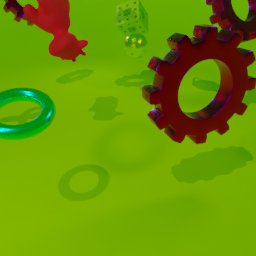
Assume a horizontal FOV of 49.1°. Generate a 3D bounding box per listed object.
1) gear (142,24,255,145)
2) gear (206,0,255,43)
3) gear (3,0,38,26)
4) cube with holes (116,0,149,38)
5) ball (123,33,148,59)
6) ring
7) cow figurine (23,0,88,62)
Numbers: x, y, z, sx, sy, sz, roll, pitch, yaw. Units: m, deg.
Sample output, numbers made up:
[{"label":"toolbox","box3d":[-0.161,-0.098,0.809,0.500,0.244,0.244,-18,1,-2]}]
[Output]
[{"label":"gear","box3d":[1.234,-0.684,4.767,1.976,1.976,0.365,-10,27,-16]},{"label":"gear","box3d":[2.944,-3.286,7.349,2.011,2.011,0.372,-16,10,-25]},{"label":"gear","box3d":[-3.279,-4.224,9.099,1.683,1.683,0.311,-24,10,-35]},{"label":"cube with holes","box3d":[0.163,-3.795,9.821,0.849,0.849,0.849,-9,69,24]},{"label":"ball","box3d":[0.257,-2.667,9.087,0.811,0.811,0.811,0,31,0]},{"label":"ring","box3d":[-1.692,-0.248,4.344,1.118,0.224,1.118,4,44,-3]},{"label":"cow figurine","box3d":[-1.673,-2.554,6.864,0.929,1.664,1.692,-21,47,29]}]
